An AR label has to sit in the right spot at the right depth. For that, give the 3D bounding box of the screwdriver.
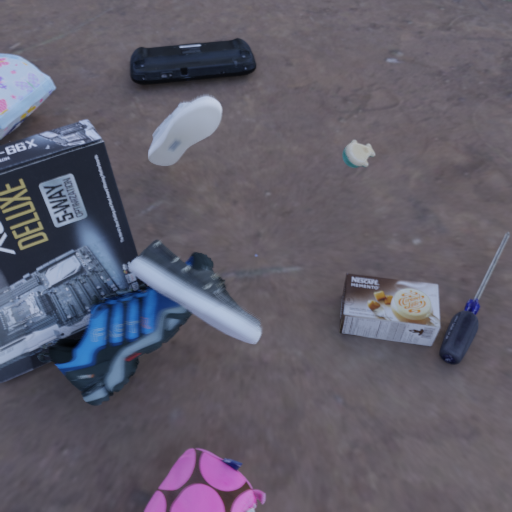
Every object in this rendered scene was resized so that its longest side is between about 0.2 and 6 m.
[{"bbox_3d":[3.624,0.606,9.093,0.411,0.429,2.948,26,52,20],"label":"screwdriver"}]

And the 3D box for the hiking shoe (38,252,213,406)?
[{"bbox_3d":[-1.700,0.812,7.729,1.136,0.975,2.620,44,83,-9],"label":"hiking shoe"}]

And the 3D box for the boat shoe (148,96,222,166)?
[{"bbox_3d":[-1.324,-2.397,10.249,0.759,2.107,0.722,10,65,-29],"label":"boat shoe"}]

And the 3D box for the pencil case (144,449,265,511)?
[{"bbox_3d":[-0.969,3.412,6.274,1.149,1.113,2.453,29,58,14],"label":"pencil case"}]

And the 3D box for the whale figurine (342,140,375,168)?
[{"bbox_3d":[1.772,-1.756,9.751,0.657,0.341,0.522,-24,84,-38],"label":"whale figurine"}]

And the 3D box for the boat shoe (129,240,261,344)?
[{"bbox_3d":[-0.710,0.410,6.993,1.946,0.668,0.551,29,74,17],"label":"boat shoe"}]

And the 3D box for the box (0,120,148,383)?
[{"bbox_3d":[-2.960,0.021,7.672,2.501,3.172,0.789,-23,43,-19],"label":"box"}]

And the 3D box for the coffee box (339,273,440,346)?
[{"bbox_3d":[2.059,0.827,8.722,1.432,0.571,0.819,8,51,6],"label":"coffee box"}]

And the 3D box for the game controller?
[{"bbox_3d":[-1.526,-4.667,13.419,2.986,0.629,1.557,-7,36,-6],"label":"game controller"}]

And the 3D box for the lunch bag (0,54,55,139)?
[{"bbox_3d":[-5.589,-3.098,11.446,2.348,1.493,1.991,10,48,21],"label":"lunch bag"}]
